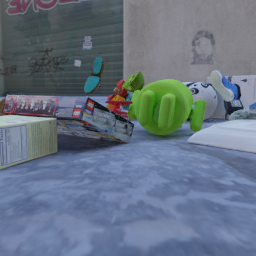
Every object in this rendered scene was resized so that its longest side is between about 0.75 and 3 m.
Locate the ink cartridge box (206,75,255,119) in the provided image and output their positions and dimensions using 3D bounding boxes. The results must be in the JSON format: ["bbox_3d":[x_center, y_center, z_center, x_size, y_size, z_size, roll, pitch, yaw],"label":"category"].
[{"bbox_3d":[4.888,-1.349,12.482,2.633,1.910,1.102,7,11,42],"label":"ink cartridge box"}]

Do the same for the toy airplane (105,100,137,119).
[{"bbox_3d":[-0.477,-0.580,9.264,1.948,0.358,1.948,-2,-10,0],"label":"toy airplane"}]

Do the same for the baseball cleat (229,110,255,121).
[{"bbox_3d":[4.522,-0.301,9.240,2.266,0.790,1.206,7,1,15],"label":"baseball cleat"}]

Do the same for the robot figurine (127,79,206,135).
[{"bbox_3d":[1.163,-0.703,8.631,2.358,1.555,2.688,9,15,18],"label":"robot figurine"}]

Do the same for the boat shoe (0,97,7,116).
[{"bbox_3d":[-4.711,-0.587,10.867,2.853,1.052,0.987,-3,-16,39],"label":"boat shoe"}]

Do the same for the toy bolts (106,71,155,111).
[{"bbox_3d":[0.179,-1.051,13.079,1.916,2.639,2.763,38,-8,-16],"label":"toy bolts"}]

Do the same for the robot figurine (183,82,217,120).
[{"bbox_3d":[2.670,-1.227,12.396,1.677,2.020,2.688,17,1,-25],"label":"robot figurine"}]

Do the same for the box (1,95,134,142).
[{"bbox_3d":[-1.540,-0.250,7.200,2.838,0.566,1.943,6,-13,33],"label":"box"}]

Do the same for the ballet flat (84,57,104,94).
[{"bbox_3d":[-1.159,-1.803,10.094,0.513,1.512,0.547,9,-17,14],"label":"ballet flat"}]

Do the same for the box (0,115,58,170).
[{"bbox_3d":[-2.467,0.208,5.623,1.392,0.765,1.583,5,8,25],"label":"box"}]

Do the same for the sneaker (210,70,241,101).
[{"bbox_3d":[3.069,-1.312,8.709,0.643,0.444,1.156,-4,54,-31],"label":"sneaker"}]

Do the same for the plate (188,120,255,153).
[{"bbox_3d":[3.520,0.148,7.144,2.941,0.475,2.935,8,10,43],"label":"plate"}]
